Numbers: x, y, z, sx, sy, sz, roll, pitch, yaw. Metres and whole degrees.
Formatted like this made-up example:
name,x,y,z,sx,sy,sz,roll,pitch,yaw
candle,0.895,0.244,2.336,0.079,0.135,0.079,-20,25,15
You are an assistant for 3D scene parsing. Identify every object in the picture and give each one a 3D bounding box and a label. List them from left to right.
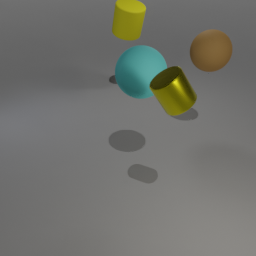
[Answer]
name,x,y,z,sx,sy,sz,roll,pitch,yaw
cylinder,0.020,-5.043,13.029,1.400,1.400,1.400,6,47,-7
ball,0.349,-1.486,7.503,1.400,1.400,1.400,0,29,0
cylinder,0.882,-0.720,5.464,0.700,0.700,0.700,-28,30,18
ball,2.824,-2.628,9.567,1.400,1.400,1.400,0,29,0
